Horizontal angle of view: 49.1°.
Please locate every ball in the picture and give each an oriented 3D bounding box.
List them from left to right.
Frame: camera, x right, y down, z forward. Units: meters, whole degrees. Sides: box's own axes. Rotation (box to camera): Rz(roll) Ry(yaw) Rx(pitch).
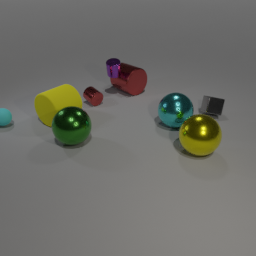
[{"bbox_3d":[-5.022,-0.443,11.217,0.700,0.700,0.700,0,29,0],"label":"ball"},{"bbox_3d":[-1.998,-0.082,9.968,1.400,1.400,1.400,0,29,0],"label":"ball"},{"bbox_3d":[1.881,-0.704,11.086,1.400,1.400,1.400,0,29,0],"label":"ball"},{"bbox_3d":[2.411,0.230,9.375,1.400,1.400,1.400,0,29,0],"label":"ball"}]

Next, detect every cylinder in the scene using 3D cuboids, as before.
[{"bbox_3d":[-2.852,-0.948,11.532,1.400,1.400,1.400,19,34,31],"label":"cylinder"},{"bbox_3d":[-1.634,-1.499,13.152,0.700,0.700,0.700,-23,47,-35],"label":"cylinder"},{"bbox_3d":[-0.688,-2.900,13.557,0.700,0.700,0.700,-2,47,2],"label":"cylinder"},{"bbox_3d":[0.037,-2.541,14.450,1.400,1.400,1.400,-23,36,-35],"label":"cylinder"}]

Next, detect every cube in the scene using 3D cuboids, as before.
[{"bbox_3d":[3.616,-0.971,12.019,0.700,0.700,0.700,10,9,-8],"label":"cube"}]
